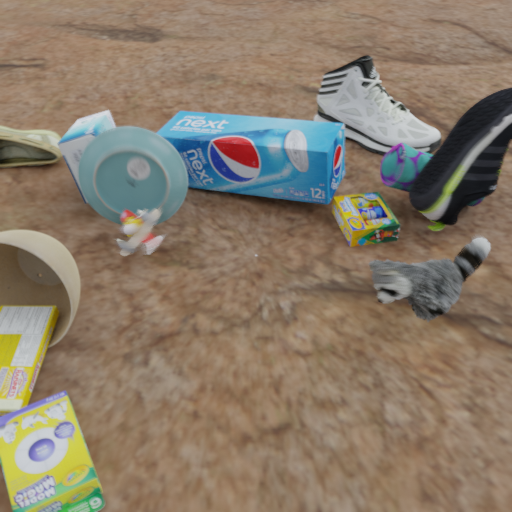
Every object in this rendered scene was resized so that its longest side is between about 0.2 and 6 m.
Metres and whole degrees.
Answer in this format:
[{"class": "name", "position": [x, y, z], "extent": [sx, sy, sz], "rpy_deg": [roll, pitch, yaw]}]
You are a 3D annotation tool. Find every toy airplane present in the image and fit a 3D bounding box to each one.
[{"class": "toy airplane", "position": [-2.171, -0.424, 10.328], "extent": [0.880, 0.884, 0.624], "rpy_deg": [2, 0, 27]}]

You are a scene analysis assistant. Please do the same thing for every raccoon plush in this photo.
[{"class": "raccoon plush", "position": [2.722, 0.124, 9.151], "extent": [1.283, 0.927, 1.916], "rpy_deg": [43, 72, -5]}]

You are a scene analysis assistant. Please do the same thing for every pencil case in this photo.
[{"class": "pencil case", "position": [3.773, -1.719, 11.765], "extent": [2.159, 0.998, 0.919], "rpy_deg": [12, -2, -13]}]

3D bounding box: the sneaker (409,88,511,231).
[{"class": "sneaker", "position": [4.279, -1.839, 10.911], "extent": [1.272, 3.072, 1.102], "rpy_deg": [36, 13, -23]}]

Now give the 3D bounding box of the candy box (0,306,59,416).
[{"class": "candy box", "position": [-3.743, 1.550, 8.576], "extent": [0.943, 0.244, 1.844], "rpy_deg": [2, 49, 3]}]

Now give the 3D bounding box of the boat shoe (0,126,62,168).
[{"class": "boat shoe", "position": [-5.823, -2.466, 13.097], "extent": [2.516, 0.918, 0.792], "rpy_deg": [0, 35, -11]}]

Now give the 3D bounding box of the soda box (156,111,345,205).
[{"class": "soda box", "position": [-0.139, -2.185, 12.145], "extent": [3.942, 1.265, 1.337], "rpy_deg": [9, 40, 21]}]

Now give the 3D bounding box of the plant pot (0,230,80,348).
[{"class": "plant pot", "position": [-3.676, 0.363, 9.038], "extent": [1.975, 1.975, 1.326], "rpy_deg": [4, 28, 4]}]

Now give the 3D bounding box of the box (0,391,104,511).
[{"class": "box", "position": [-2.717, 2.699, 7.284], "extent": [1.043, 0.430, 1.778], "rpy_deg": [-20, 46, -22]}]

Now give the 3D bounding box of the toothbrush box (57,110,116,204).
[{"class": "toothbrush box", "position": [-3.385, -2.150, 11.950], "extent": [0.799, 1.372, 1.874], "rpy_deg": [-15, 29, 5]}]

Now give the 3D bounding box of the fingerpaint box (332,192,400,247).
[{"class": "fingerpaint box", "position": [2.207, -0.773, 11.398], "extent": [1.013, 0.445, 1.214], "rpy_deg": [-7, 40, -8]}]

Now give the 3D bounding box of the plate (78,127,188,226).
[{"class": "plate", "position": [-2.369, -1.420, 10.718], "extent": [2.104, 2.104, 0.269], "rpy_deg": [-1, 31, -1]}]

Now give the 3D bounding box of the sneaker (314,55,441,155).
[{"class": "sneaker", "position": [2.974, -3.734, 13.744], "extent": [3.401, 1.957, 1.284], "rpy_deg": [23, 45, 25]}]
